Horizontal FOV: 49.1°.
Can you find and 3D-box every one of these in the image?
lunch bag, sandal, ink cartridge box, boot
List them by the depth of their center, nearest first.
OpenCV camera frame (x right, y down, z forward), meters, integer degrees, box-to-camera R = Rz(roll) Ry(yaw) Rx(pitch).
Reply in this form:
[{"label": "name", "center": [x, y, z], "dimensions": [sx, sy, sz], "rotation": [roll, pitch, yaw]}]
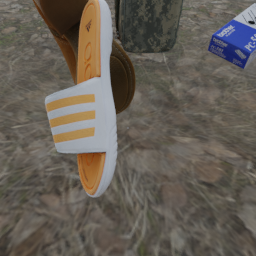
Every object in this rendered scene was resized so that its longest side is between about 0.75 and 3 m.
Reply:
[{"label": "sandal", "center": [-0.619, -0.407, 3.222], "dimensions": [0.676, 0.904, 2.361], "rotation": [3, 78, -29]}, {"label": "lunch bag", "center": [0.284, -2.183, 4.921], "dimensions": [1.059, 1.519, 1.274], "rotation": [-3, 38, -8]}, {"label": "boot", "center": [-0.927, -1.736, 5.164], "dimensions": [1.115, 2.908, 2.257], "rotation": [-31, 47, 4]}, {"label": "ink cartridge box", "center": [2.606, -2.019, 5.995], "dimensions": [0.878, 0.413, 1.869], "rotation": [36, 58, 23]}]
